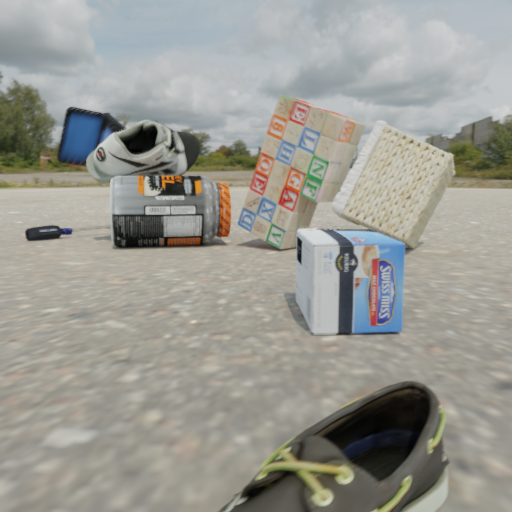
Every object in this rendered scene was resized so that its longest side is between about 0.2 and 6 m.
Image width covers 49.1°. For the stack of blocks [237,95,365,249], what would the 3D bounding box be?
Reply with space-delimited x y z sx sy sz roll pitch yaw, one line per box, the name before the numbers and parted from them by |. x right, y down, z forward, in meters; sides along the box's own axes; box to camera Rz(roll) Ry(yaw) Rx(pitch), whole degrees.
stack of blocks | 0.749 -1.395 9.922 1.429 2.482 0.727 32 22 31

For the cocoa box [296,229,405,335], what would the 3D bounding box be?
cocoa box | 0.859 0.195 5.409 0.819 0.832 1.248 0 9 -3

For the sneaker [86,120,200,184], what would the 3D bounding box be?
sneaker | -1.942 -2.165 11.170 2.728 1.011 1.207 -28 -8 -48

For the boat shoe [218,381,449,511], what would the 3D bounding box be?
boat shoe | 0.243 0.889 2.101 0.559 0.472 1.569 8 12 41

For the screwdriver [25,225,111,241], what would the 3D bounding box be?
screwdriver | -3.782 -0.538 12.055 2.305 0.322 0.335 -6 41 -38

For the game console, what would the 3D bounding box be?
game console | -3.565 -2.373 12.260 1.217 1.426 0.844 42 38 21

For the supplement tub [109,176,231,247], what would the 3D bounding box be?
supplement tub | -1.619 -0.847 10.582 2.185 1.339 1.339 -2 9 -12

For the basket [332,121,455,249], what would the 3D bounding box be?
basket | 2.421 -1.145 9.760 1.395 1.734 1.719 30 7 20
